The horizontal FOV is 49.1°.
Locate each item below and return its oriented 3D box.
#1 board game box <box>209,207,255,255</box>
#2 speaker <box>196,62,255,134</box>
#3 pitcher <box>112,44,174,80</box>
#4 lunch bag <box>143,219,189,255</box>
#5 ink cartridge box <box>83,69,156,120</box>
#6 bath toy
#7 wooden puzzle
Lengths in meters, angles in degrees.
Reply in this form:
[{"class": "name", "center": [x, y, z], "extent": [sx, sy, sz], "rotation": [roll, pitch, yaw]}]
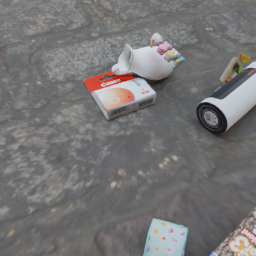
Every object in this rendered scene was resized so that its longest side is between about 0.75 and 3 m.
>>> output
[{"class": "board game box", "center": [2.538, 2.464, 5.077], "extent": [2.291, 1.827, 1.110], "rotation": [-32, 42, -25]}, {"class": "speaker", "center": [3.399, -0.987, 8.611], "extent": [2.753, 1.118, 1.118], "rotation": [-35, 58, -24]}, {"class": "pitcher", "center": [0.496, -2.177, 9.685], "extent": [1.863, 1.598, 1.129], "rotation": [-1, 79, -31]}, {"class": "lunch bag", "center": [0.767, 2.384, 5.712], "extent": [0.787, 0.563, 0.924], "rotation": [11, 71, 19]}, {"class": "ink cartridge box", "center": [-0.334, -1.384, 9.384], "extent": [1.754, 0.542, 2.162], "rotation": [-21, 55, -18]}, {"class": "bath toy", "center": [1.105, -2.306, 8.367], "extent": [1.267, 0.468, 0.551], "rotation": [50, 21, 19]}, {"class": "wooden puzzle", "center": [3.485, -1.751, 9.213], "extent": [1.026, 1.521, 0.178], "rotation": [15, 16, -44]}]
